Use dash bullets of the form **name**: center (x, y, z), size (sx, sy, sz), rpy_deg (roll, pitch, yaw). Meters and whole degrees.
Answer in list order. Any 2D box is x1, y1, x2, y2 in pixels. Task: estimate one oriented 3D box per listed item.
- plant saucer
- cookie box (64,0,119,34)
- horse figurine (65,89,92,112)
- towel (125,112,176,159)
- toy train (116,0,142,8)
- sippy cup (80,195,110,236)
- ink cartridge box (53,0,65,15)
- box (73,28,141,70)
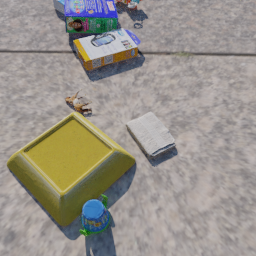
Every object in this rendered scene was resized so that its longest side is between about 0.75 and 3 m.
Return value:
- **plant saucer**: center (-1.631, 0.801, 7.836), size (2.727, 0.661, 2.727), rpy_deg (37, 61, 25)
- **cookie box**: center (-1.614, -4.908, 12.078), size (2.164, 0.813, 1.851), rpy_deg (-3, 51, -10)
- **horse figurine**: center (-1.628, -0.858, 9.380), size (0.686, 0.258, 1.034), rpy_deg (-34, 64, -11)
- **towel**: center (0.691, 0.177, 8.586), size (1.003, 0.261, 1.514), rpy_deg (-25, 56, -19)
- **toy train**: center (-0.448, -5.913, 13.172), size (2.278, 0.634, 1.711), rpy_deg (20, 56, 18)
- **sippy cup**: center (-0.815, 2.101, 6.806), size (0.735, 0.686, 0.936), rpy_deg (-6, 53, -4)
- **ink cartridge box**: center (-2.592, -6.054, 13.264), size (1.661, 0.563, 0.963), rpy_deg (-37, 62, -25)
- **box**: center (-0.761, -3.193, 11.096), size (2.454, 0.509, 1.461), rpy_deg (-18, 54, -17)
